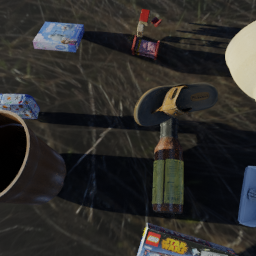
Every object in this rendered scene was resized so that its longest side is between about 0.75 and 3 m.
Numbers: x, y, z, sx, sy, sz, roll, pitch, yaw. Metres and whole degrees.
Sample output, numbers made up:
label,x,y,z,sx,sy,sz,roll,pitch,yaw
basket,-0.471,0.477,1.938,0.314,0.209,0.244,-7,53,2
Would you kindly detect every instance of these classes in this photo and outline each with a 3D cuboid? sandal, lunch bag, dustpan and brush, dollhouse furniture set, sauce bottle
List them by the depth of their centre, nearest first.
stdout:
label,x,y,z,sx,sy,sz,roll,pitch,yaw
dustpan and brush,3.977,1.956,7.653,2.218,0.635,1.548,16,82,-36
sandal,1.441,-0.691,7.874,2.613,0.713,1.068,-10,102,-10
sauce bottle,1.205,1.062,8.200,0.912,0.912,2.762,6,74,1
lunch bag,-3.372,-0.629,8.544,1.215,0.973,0.459,4,63,6
dollhouse furniture set,0.687,-3.126,9.220,0.840,0.635,1.561,12,87,3

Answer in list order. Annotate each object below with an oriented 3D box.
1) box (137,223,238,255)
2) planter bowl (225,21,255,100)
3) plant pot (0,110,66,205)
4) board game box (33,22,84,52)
label,x,y,z,sx,sy,sz,roll,pitch,yaw
box,1.444,3.743,7.456,2.474,0.493,1.694,17,90,2
planter bowl,4.145,-1.609,7.685,2.523,2.523,1.698,-2,63,0
plant pot,-2.878,1.025,7.325,2.264,2.242,2.264,-7,65,16
board game box,-2.214,-2.985,9.114,1.330,0.290,1.336,5,47,3
